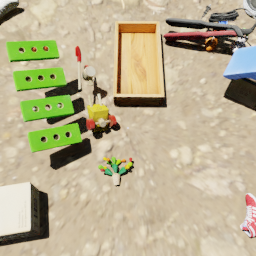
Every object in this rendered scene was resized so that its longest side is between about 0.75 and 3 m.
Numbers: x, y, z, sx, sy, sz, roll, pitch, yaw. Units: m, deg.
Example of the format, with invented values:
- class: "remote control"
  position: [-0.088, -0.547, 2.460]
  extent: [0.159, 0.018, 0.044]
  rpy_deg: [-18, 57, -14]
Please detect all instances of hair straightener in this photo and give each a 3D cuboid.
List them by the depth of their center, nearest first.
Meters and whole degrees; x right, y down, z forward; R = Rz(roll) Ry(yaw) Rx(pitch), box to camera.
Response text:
- class: "hair straightener"
  position: [2.401, -3.138, 8.134]
  extent: [2.742, 0.561, 1.055]
  rpy_deg: [5, 88, 25]

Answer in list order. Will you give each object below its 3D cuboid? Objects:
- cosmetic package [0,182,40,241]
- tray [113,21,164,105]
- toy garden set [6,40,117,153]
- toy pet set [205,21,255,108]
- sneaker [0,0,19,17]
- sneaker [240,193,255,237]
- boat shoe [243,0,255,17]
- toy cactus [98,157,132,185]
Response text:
- class: "cosmetic package"
  position: [-3.044, 1.914, 6.075]
  extent: [2.069, 0.756, 1.071]
  rpy_deg: [-9, 64, -5]
- class: "tray"
  position: [0.283, -1.938, 8.157]
  extent: [1.353, 0.508, 2.744]
  rpy_deg: [0, 64, 0]
- class: "toy garden set"
  position: [-1.605, -0.864, 6.985]
  extent: [2.193, 0.525, 2.631]
  rpy_deg: [-12, 82, -28]
- class: "toy pet set"
  position: [3.503, -2.105, 7.627]
  extent: [2.842, 1.509, 2.654]
  rpy_deg: [28, 67, 12]
- class: "sneaker"
  position: [-4.282, -3.767, 9.081]
  extent: [1.635, 0.615, 0.663]
  rpy_deg: [-24, 80, -10]
- class: "sneaker"
  position: [2.725, 1.961, 6.284]
  extent: [0.526, 0.333, 0.935]
  rpy_deg: [-11, 66, -9]
- class: "boat shoe"
  position: [4.300, -4.581, 9.448]
  extent: [0.657, 0.542, 1.915]
  rpy_deg: [9, 64, 4]
- class: "toy cactus"
  position: [-0.285, 1.022, 6.762]
  extent: [0.845, 0.432, 0.697]
  rpy_deg: [-3, 73, -11]
